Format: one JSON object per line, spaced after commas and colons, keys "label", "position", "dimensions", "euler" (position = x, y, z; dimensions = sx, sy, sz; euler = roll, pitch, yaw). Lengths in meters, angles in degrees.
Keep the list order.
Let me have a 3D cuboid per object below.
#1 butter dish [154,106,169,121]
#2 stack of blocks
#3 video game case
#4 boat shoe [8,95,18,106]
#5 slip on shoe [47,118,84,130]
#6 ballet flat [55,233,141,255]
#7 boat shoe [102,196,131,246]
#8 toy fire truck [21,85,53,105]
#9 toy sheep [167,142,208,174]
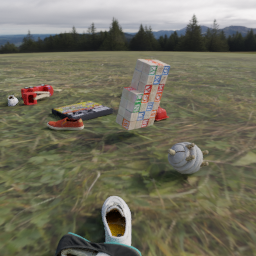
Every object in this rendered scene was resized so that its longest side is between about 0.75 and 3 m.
{"label": "butter dish", "position": [1.280, -0.681, 12.015], "dimensions": [0.760, 0.563, 0.762], "euler": [-14, 24, -37]}
{"label": "stack of blocks", "position": [0.488, -1.138, 9.522], "dimensions": [1.305, 2.266, 0.664], "euler": [-11, 35, -43]}
{"label": "video game case", "position": [-2.069, -0.768, 12.712], "dimensions": [2.108, 0.269, 1.905], "euler": [-17, 26, -38]}
{"label": "boat shoe", "position": [-5.988, -1.482, 14.465], "dimensions": [0.446, 0.439, 1.257], "euler": [-4, 20, -12]}
{"label": "slip on shoe", "position": [-2.425, -0.192, 10.828], "dimensions": [1.435, 0.439, 0.532], "euler": [1, 21, 8]}
{"label": "ballet flat", "position": [-0.529, 2.075, 4.435], "dimensions": [1.487, 0.506, 0.509], "euler": [-1, 26, 28]}
{"label": "boat shoe", "position": [-0.225, 1.683, 5.288], "dimensions": [0.587, 0.578, 1.655], "euler": [-1, 19, -2]}
{"label": "toy fire truck", "position": [-4.919, -1.871, 15.346], "dimensions": [1.701, 0.588, 2.413], "euler": [15, 24, 35]}
{"label": "toy sheep", "position": [1.487, 0.756, 7.185], "dimensions": [1.312, 0.905, 0.905], "euler": [30, 1, -34]}
